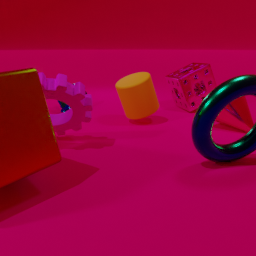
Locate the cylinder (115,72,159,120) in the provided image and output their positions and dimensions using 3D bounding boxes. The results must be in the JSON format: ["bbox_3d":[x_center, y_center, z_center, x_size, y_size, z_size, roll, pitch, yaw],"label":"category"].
[{"bbox_3d":[0.256,-0.856,7.396,0.944,0.944,0.944,-16,27,9],"label":"cylinder"}]

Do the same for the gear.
[{"bbox_3d":[-1.537,-0.415,5.622,1.625,1.625,0.301,-2,56,-7],"label":"gear"}]

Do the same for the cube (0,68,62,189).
[{"bbox_3d":[-2.012,0.045,3.899,1.376,1.376,1.376,-4,14,43],"label":"cube"}]

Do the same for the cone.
[{"bbox_3d":[2.739,-0.207,6.775,1.056,1.056,1.060,-12,52,-34],"label":"cone"}]

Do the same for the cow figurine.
[{"bbox_3d":[-1.714,-0.848,8.855,0.611,1.095,1.113,-28,-35,27],"label":"cow figurine"}]

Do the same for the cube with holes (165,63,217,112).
[{"bbox_3d":[2.029,-1.334,8.923,1.090,1.090,1.090,-27,19,-6],"label":"cube with holes"}]

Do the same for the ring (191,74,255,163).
[{"bbox_3d":[1.822,-0.110,4.696,1.639,1.639,0.328,-5,32,-17],"label":"ring"}]
